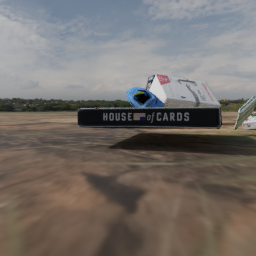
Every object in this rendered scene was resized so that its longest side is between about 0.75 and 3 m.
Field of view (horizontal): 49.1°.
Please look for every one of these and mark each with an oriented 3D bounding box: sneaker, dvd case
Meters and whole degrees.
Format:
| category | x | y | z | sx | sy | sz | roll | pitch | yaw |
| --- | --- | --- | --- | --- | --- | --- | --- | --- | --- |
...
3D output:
| category | x | y | z | sx | sy | sz | roll | pitch | yaw |
| --- | --- | --- | --- | --- | --- | --- | --- | --- | --- |
| sneaker | 0.464 | -1.135 | 10.033 | 0.990 | 0.832 | 2.524 | 47 | 1 | -33 |
| dvd case | 0.666 | -0.153 | 5.366 | 2.152 | 0.354 | 2.863 | 0 | 1 | 18 |

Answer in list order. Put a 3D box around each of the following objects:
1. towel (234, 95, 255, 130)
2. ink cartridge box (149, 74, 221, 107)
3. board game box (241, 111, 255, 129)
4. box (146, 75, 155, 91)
| category | x | y | z | sx | sy | sz | roll | pitch | yaw |
| --- | --- | --- | --- | --- | --- | --- | --- | --- | --- |
| towel | 2.612 | -0.339 | 6.266 | 0.123 | 0.597 | 0.801 | 45 | -12 | 27 |
| ink cartridge box | 2.202 | -1.155 | 11.087 | 2.344 | 0.994 | 1.707 | 7 | 41 | -18 |
| board game box | 4.015 | -0.292 | 7.860 | 1.375 | 0.238 | 0.868 | -7 | 20 | 43 |
| box | 1.492 | -1.354 | 12.789 | 0.382 | 1.406 | 1.755 | -22 | -50 | 37 |
